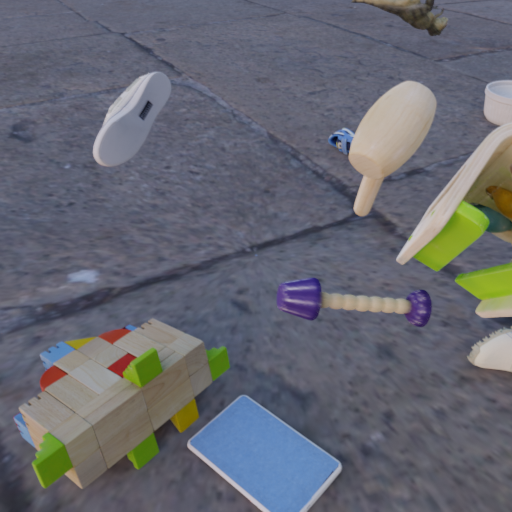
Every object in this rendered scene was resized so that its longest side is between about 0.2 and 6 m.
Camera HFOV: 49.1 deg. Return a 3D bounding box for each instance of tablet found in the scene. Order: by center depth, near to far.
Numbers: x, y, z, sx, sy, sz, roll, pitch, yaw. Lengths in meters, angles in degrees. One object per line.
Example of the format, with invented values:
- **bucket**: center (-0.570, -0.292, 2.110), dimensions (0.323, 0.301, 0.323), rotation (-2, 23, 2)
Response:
- **tablet**: center (0.078, 2.328, 6.526), dimensions (1.584, 0.108, 1.031), rotation (27, 44, 33)

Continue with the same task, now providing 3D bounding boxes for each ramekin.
- **ramekin**: center (6.675, -3.924, 14.541), dimensions (1.516, 0.796, 1.516), rotation (0, 36, 0)

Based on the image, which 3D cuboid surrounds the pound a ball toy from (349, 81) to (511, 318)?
- **pound a ball toy**: center (2.108, -0.561, 5.570), dimensions (2.159, 3.312, 1.407), rotation (35, 88, 11)

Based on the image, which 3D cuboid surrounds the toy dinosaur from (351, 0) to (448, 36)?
- **toy dinosaur**: center (2.559, -4.103, 9.006), dimensions (1.928, 0.850, 0.458), rotation (8, 50, -26)

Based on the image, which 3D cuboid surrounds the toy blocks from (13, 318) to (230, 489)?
- **toy blocks**: center (-1.882, 1.553, 6.863), dimensions (1.781, 1.302, 2.605), rotation (16, 36, 39)

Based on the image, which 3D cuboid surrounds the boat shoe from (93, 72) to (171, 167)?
- **boat shoe**: center (-2.133, -2.254, 9.186), dimensions (0.656, 0.666, 1.879), rotation (12, 68, 42)

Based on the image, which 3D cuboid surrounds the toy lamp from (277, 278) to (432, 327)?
- **toy lamp**: center (1.010, 0.494, 5.881), dimensions (1.588, 0.462, 0.462), rotation (7, 35, -12)

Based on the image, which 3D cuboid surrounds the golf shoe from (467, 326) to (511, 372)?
- **golf shoe**: center (3.706, 1.383, 7.422), dimensions (1.662, 0.651, 0.808), rotation (-4, 42, -4)

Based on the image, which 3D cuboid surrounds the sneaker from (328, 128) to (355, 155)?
- **sneaker**: center (2.195, -2.559, 12.960), dimensions (0.545, 0.490, 1.326), rotation (-19, 32, -23)
